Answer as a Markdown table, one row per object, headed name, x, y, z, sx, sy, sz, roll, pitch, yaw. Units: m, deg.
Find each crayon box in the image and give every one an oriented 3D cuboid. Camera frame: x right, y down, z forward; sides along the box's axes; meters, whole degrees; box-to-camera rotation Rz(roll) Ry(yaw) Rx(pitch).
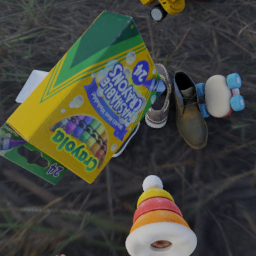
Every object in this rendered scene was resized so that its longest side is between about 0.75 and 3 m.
| name | x | y | z | sx | sy | sz | roll | pitch | yaw |
| --- | --- | --- | --- | --- | --- | --- | --- | --- | --- |
| crayon box | -0.593 | -0.243 | 4.304 | 0.657 | 1.601 | 2.547 | 31 | 78 | 37 |

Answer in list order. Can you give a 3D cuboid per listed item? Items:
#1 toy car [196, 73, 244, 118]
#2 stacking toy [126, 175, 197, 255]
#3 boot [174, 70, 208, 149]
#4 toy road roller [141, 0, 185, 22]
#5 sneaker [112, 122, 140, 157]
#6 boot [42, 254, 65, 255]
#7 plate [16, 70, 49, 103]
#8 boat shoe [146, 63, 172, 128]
| name | x | y | z | sx | sy | sz | roll | pitch | yaw |
| --- | --- | --- | --- | --- | --- | --- | --- | --- | --- |
| toy car | 2.889 | -0.895 | 8.253 | 1.355 | 1.249 | 1.198 | 0 | 81 | -45 |
| stacking toy | 0.676 | 1.867 | 6.331 | 1.436 | 1.436 | 1.966 | 0 | 38 | 0 |
| boot | 1.633 | -0.555 | 7.778 | 0.837 | 1.086 | 2.240 | -17 | 53 | 11 |
| toy road roller | 1.064 | -4.154 | 8.290 | 1.689 | 1.233 | 1.038 | 51 | 56 | -13 |
| sneaker | -0.105 | -0.119 | 7.706 | 0.619 | 0.869 | 1.751 | 19 | 57 | 15 |
| boot | -1.244 | 3.489 | 5.204 | 2.798 | 1.024 | 2.107 | -12 | 57 | -1 |
| plate | -2.588 | -1.180 | 8.815 | 1.387 | 0.224 | 1.384 | 11 | 56 | 7 |
| boat shoe | 0.917 | -1.168 | 8.507 | 0.860 | 0.713 | 2.394 | 6 | 56 | 4 |
